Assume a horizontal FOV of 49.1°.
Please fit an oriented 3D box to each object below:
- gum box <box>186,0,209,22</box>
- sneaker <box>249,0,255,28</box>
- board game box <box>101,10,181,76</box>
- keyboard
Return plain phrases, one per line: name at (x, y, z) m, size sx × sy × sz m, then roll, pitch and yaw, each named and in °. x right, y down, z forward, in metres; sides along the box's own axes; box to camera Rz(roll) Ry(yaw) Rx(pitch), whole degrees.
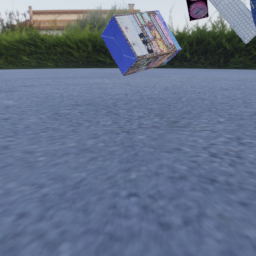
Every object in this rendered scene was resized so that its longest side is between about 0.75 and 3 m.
gum box at (1.354, -2.966, 5.702) m, size 0.444 × 0.762 × 1.343 m, roll -7°, pitch -23°, yaw 17°
sneaker at (2.636, -2.648, 5.305) m, size 1.009 × 1.026 × 2.665 m, roll 33°, pitch -10°, yaw 33°
board game box at (0.469, -3.002, 9.783) m, size 2.156 × 1.719 × 1.044 m, roll -23°, pitch -9°, yaw -36°
keyboard at (3.672, -4.275, 9.975) m, size 0.148 × 0.782 × 2.777 m, roll -14°, pitch 65°, yaw -39°
